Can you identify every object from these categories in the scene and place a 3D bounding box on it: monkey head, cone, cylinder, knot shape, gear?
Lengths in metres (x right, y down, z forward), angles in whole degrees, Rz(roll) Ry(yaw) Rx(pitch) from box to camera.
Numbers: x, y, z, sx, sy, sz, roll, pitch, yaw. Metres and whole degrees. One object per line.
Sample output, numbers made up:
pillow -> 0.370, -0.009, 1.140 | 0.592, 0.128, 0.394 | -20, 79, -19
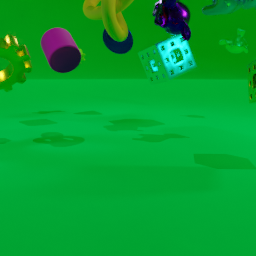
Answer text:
monkey head -> 3.910, -3.114, 10.069 | 1.129, 0.812, 0.680 | 32, 59, 32
cone -> -0.217, -3.830, 11.209 | 1.251, 1.251, 1.256 | 4, 44, 20
cylinder -> -2.139, -2.467, 8.922 | 1.037, 1.037, 1.037 | -7, 50, -31
monkey head -> 1.279, -3.134, 7.467 | 0.987, 1.638, 1.178 | 5, -31, -22
knot shape -> -0.348, -2.672, 5.928 | 0.830, 1.681, 1.796 | -10, -3, -25
gear -> -2.962, -1.339, 6.029 | 1.671, 0.309, 1.671 | -21, -23, -9

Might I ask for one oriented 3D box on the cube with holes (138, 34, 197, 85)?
cube with holes -> 1.243, -2.189, 8.983 | 1.152, 1.152, 1.152 | -28, 13, -21

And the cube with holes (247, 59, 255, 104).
cube with holes -> 2.581, -0.846, 4.861 | 0.723, 0.723, 0.723 | -3, -2, 3

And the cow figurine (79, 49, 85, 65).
cow figurine -> -2.387, -3.136, 11.524 | 0.674, 1.209, 1.228 | -38, 3, 26

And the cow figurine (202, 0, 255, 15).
cow figurine -> 2.382, -2.821, 6.122 | 1.295, 0.722, 1.316 | 6, 26, 28
